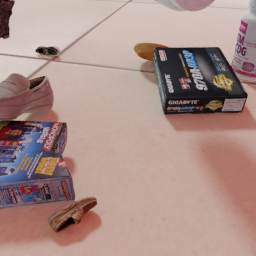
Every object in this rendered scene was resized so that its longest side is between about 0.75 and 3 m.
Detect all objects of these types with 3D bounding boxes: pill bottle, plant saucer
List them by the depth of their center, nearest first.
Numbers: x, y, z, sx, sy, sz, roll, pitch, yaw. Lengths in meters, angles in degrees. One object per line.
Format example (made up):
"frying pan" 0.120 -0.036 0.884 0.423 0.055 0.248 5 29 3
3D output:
"pill bottle" 1.151 -3.529 6.533 1.373 1.373 2.423 -6 33 -8
"pill bottle" 4.367 -3.010 9.171 1.478 2.608 1.478 0 36 0
"plant saucer" 0.950 -2.696 10.156 1.539 0.288 1.539 11 -1 0

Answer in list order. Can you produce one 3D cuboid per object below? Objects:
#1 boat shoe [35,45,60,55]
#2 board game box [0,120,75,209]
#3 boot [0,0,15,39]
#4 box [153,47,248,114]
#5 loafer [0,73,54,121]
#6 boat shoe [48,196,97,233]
"boat shoe" -3.210 -3.057 11.174 1.100 0.389 0.350 10 36 26
"board game box" -2.025 0.732 5.678 2.195 0.677 2.197 4 36 5
"boot" -3.297 -2.756 7.058 0.414 1.041 1.195 23 30 -2
"box" 2.036 -1.552 8.592 2.254 0.652 2.836 -1 43 -1
"loafer" -2.776 -0.786 6.682 1.031 1.029 2.947 5 13 12
"boat shoe" -0.925 1.533 4.916 0.909 0.344 0.326 -27 47 -19
